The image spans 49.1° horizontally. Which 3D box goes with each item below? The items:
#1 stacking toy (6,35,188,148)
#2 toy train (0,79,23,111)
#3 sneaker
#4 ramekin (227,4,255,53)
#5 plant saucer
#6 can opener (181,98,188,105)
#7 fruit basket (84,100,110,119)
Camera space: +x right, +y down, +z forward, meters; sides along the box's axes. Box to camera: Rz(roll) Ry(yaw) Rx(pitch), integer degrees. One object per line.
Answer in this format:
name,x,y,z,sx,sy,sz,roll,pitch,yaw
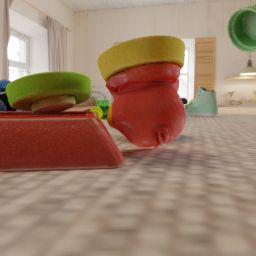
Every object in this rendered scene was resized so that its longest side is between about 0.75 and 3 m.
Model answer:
stacking toy,-0.271,-0.167,4.586,2.655,1.239,2.933,-11,-6,11
toy train,-2.567,-0.321,5.457,1.680,0.960,0.728,-8,44,26
sneaker,3.228,-1.258,13.377,2.313,1.364,0.851,3,7,43
ramekin,3.475,-2.806,7.793,0.614,1.257,1.257,-34,20,-23
plant saucer,-1.543,0.038,3.835,2.764,0.507,2.759,0,5,-7
can opener,1.614,-1.123,13.057,2.792,1.098,0.885,-6,1,-23
fruit basket,-1.153,-0.570,10.476,1.117,0.805,1.117,-1,49,1
